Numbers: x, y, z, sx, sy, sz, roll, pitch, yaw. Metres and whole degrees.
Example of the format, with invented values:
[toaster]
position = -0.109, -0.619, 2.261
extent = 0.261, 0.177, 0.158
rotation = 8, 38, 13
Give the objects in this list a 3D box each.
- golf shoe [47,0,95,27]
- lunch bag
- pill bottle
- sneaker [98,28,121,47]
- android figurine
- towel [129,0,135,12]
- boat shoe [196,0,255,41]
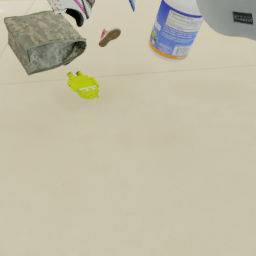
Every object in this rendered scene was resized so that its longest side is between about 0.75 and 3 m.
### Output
[golf shoe]
position = -1.274, -2.488, 5.133
extent = 1.517, 0.698, 0.551
rotation = 24, -10, -41
[lunch bag]
position = -2.519, -2.757, 8.790
extent = 2.066, 1.215, 1.695
rotation = -24, 61, -28
[pill bottle]
position = 1.584, -3.396, 8.468
extent = 1.404, 2.505, 1.404
rotation = 9, 45, -9
[sneaker]
position = -0.649, -3.463, 10.254
extent = 1.092, 0.389, 0.614
rotation = -23, 46, 39
[android figurine]
position = -1.028, -0.995, 6.588
extent = 0.817, 0.184, 0.898
rotation = -19, 62, -46
[towel]
position = 0.085, -3.922, 8.142
extent = 0.107, 0.661, 0.900
rotation = -7, 60, 17
[boat shoe]
position = 2.227, -2.215, 4.719
extent = 1.190, 1.031, 2.792
rotation = -25, 31, -3
